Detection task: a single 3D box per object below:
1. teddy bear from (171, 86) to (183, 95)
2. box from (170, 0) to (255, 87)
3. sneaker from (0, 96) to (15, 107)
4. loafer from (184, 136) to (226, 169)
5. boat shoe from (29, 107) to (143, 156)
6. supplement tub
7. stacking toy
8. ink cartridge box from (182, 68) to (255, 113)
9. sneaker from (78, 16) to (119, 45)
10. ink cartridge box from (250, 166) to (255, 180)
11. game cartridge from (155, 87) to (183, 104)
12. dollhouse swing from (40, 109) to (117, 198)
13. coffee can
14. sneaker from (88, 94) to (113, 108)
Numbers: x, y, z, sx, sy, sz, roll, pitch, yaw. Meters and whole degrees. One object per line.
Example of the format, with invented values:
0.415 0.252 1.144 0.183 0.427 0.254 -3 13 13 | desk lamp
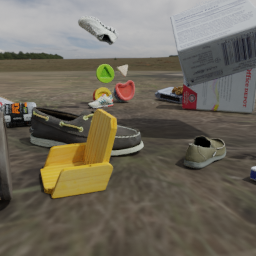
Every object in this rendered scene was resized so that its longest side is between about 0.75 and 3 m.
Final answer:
2.650 -1.767 13.305 1.276 0.426 0.925 3 15 38 | teddy bear
2.362 -2.448 7.628 2.093 1.194 2.276 -14 40 16 | box
-4.411 -0.417 9.030 0.845 1.334 2.372 6 -15 31 | sneaker
1.667 0.414 5.857 0.551 0.510 1.466 10 17 35 | loafer
-1.079 0.014 6.656 2.973 0.895 1.060 5 15 20 | boat shoe
-3.477 -0.415 8.758 1.184 0.725 0.725 -6 15 -19 | supplement tub
-0.782 -2.059 13.363 2.024 1.832 0.855 -8 4 -24 | stacking toy
3.700 -1.737 11.405 2.749 2.004 1.139 6 15 20 | ink cartridge box
-1.192 -3.802 10.942 1.657 0.623 0.671 22 56 -9 | sneaker
2.901 0.836 4.738 1.149 0.249 1.128 -7 16 -34 | ink cartridge box
2.527 -1.653 13.951 1.363 0.425 2.046 -16 24 -36 | game cartridge
-0.900 0.333 4.864 1.203 1.164 1.324 -5 16 -21 | dollhouse swing
-2.626 0.488 3.874 1.795 1.313 1.313 -6 15 -22 | coffee can
-1.195 -1.200 12.209 1.228 0.574 0.432 -9 17 -34 | sneaker
